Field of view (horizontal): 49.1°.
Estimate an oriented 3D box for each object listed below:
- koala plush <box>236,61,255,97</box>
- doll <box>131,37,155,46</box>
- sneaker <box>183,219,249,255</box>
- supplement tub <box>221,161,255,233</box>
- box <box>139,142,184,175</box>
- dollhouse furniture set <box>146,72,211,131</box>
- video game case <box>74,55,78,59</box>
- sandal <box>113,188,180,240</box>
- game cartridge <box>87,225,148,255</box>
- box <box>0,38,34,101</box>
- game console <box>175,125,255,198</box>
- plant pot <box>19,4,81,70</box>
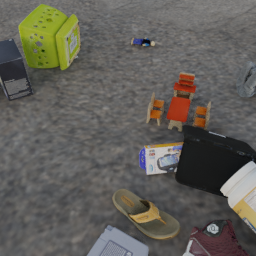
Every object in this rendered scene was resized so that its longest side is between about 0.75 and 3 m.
[{"bbox_3d":[5.743,-1.899,12.189,1.602,1.472,1.420,12,28,-18],"label":"koala plush"},{"bbox_3d":[0.880,-4.800,15.625,1.295,0.314,0.884,11,47,11],"label":"doll"},{"bbox_3d":[2.894,3.137,7.047,2.876,1.088,1.661,12,43,13],"label":"sneaker"},{"bbox_3d":[3.726,2.064,7.635,1.471,1.471,2.034,-27,59,-25],"label":"supplement tub"},{"bbox_3d":[1.170,1.011,9.265,1.573,0.936,0.326,-6,16,-6],"label":"box"},{"bbox_3d":[2.109,-1.056,11.171,2.360,1.216,2.335,11,46,11],"label":"dollhouse furniture set"},{"bbox_3d":[-3.122,-3.812,14.782,0.689,0.087,0.756,-26,50,-24],"label":"video game case"},{"bbox_3d":[0.450,2.396,8.097,2.241,0.605,0.900,30,51,28],"label":"sandal"},{"bbox_3d":[-0.472,3.696,6.935,1.494,0.459,2.244,20,48,24],"label":"game cartridge"},{"bbox_3d":[-5.110,-2.556,12.215,1.174,1.889,1.904,-20,47,-20],"label":"box"},{"bbox_3d":[2.904,1.092,9.433,2.505,1.458,2.203,17,16,2],"label":"game console"},{"bbox_3d":[-3.625,-4.329,13.740,2.132,2.338,2.350,14,51,7],"label":"plant pot"}]
